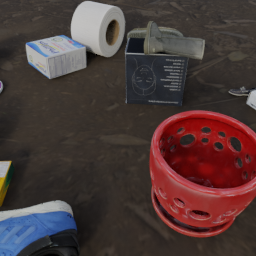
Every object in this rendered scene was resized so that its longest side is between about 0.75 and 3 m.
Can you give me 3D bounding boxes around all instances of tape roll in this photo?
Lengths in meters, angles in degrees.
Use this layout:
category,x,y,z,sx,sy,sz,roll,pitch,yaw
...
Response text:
category,x,y,z,sx,sy,sz,roll,pitch,yaw
tape roll,-1.298,-4.439,12.605,1.497,2.180,2.180,22,46,23

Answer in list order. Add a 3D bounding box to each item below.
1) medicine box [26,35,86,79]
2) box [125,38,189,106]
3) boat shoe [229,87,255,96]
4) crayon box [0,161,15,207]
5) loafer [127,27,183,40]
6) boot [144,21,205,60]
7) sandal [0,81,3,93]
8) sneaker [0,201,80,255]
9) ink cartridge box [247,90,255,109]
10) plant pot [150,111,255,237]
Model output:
category,x,y,z,sx,sy,sz,roll,pitch,yaw
medicine box,-3.009,-3.059,11.850,1.885,0.970,1.717,-27,48,-35
box,0.975,-1.955,9.887,2.071,2.036,1.284,4,42,5
boat shoe,4.332,-1.420,10.546,1.028,0.322,0.373,4,30,2
crayon box,-3.621,1.516,7.224,0.916,0.376,1.456,-1,41,-1
loafer,1.342,-4.529,13.580,2.710,1.019,0.944,9,47,10
boot,1.468,-2.770,8.787,1.807,0.656,1.643,1,55,11
sandal,-5.175,-1.420,10.509,0.702,0.424,1.724,-4,42,-4
sneaker,-2.389,2.539,5.503,2.892,1.110,1.609,-9,33,-20
ink cartridge box,6.134,-0.631,9.410,2.917,0.593,2.923,-17,43,-22
plant pot,1.643,1.129,6.320,2.355,2.145,2.355,0,41,0
